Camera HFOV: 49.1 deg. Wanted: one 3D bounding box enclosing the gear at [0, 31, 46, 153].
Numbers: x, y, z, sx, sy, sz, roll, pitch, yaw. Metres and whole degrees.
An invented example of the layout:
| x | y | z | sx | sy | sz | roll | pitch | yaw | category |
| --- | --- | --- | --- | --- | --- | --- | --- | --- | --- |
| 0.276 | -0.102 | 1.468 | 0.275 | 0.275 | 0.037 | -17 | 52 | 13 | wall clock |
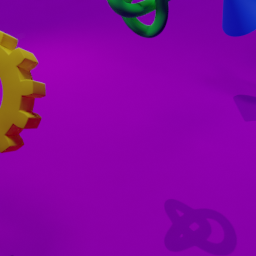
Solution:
| x | y | z | sx | sy | sz | roll | pitch | yaw | category |
| --- | --- | --- | --- | --- | --- | --- | --- | --- | --- |
| -2.021 | -0.463 | 3.859 | 1.762 | 1.762 | 0.326 | 10 | 3 | 13 | gear |

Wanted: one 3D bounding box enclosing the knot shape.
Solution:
| x | y | z | sx | sy | sz | roll | pitch | yaw | category |
| --- | --- | --- | --- | --- | --- | --- | --- | --- | --- |
| 0.292 | -2.151 | 4.787 | 1.451 | 1.358 | 0.670 | -2 | 62 | -11 | knot shape |

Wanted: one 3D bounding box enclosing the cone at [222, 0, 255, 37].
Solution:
| x | y | z | sx | sy | sz | roll | pitch | yaw | category |
| --- | --- | --- | --- | --- | --- | --- | --- | --- | --- |
| 3.119 | -3.719 | 8.104 | 1.489 | 1.494 | 1.489 | -24 | 52 | 34 | cone |
